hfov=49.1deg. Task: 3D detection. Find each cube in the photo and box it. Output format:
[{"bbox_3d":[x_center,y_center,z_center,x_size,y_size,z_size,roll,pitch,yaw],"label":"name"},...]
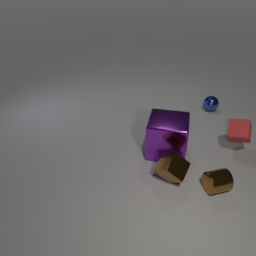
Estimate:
[{"bbox_3d":[1.421,0.280,10.026,1.400,1.400,1.400,7,33,10],"label":"cube"},{"bbox_3d":[1.383,1.233,8.757,0.700,0.700,0.700,-21,35,60],"label":"cube"},{"bbox_3d":[4.050,0.094,10.133,0.700,0.700,0.700,4,75,30],"label":"cube"}]

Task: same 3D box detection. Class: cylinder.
[{"bbox_3d":[2.729,1.623,8.560,0.700,0.700,0.700,-9,33,-14],"label":"cylinder"}]

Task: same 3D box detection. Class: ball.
[{"bbox_3d":[3.828,-1.132,12.905,0.700,0.700,0.700,0,32,0],"label":"ball"}]
